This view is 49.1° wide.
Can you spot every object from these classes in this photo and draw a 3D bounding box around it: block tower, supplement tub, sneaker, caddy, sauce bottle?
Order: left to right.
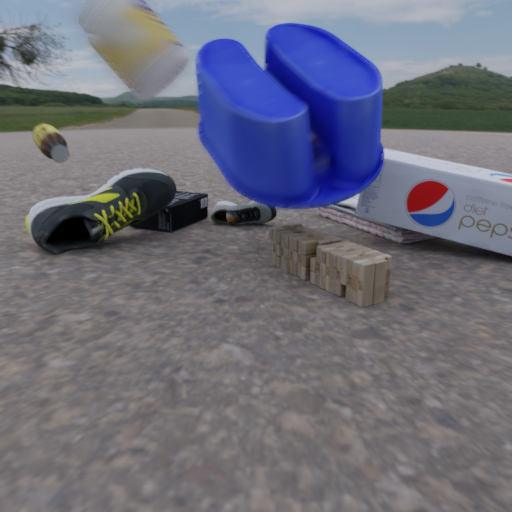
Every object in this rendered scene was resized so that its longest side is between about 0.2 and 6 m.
[{"bbox_3d":[-4.256,-2.340,11.671,0.565,0.565,1.746,-9,26,-28],"label":"sauce bottle"},{"bbox_3d":[-3.333,-0.857,12.554,3.446,1.283,1.458,-23,34,-13],"label":"sneaker"},{"bbox_3d":[-1.601,-2.795,7.326,0.917,1.261,0.917,-41,7,6],"label":"supplement tub"},{"bbox_3d":[-0.333,-1.042,14.383,1.777,0.657,0.704,-1,25,19],"label":"sneaker"},{"bbox_3d":[0.589,-2.652,10.922,3.121,2.317,4.415,-18,46,-14],"label":"caddy"},{"bbox_3d":[1.279,0.095,10.210,0.756,0.809,2.799,-10,21,-29],"label":"block tower"}]

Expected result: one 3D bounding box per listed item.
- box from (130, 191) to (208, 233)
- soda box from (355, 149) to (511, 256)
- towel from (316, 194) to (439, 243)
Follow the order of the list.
[{"bbox_3d":[-2.247,-1.197,14.570,1.287,0.719,1.824,11,20,24],"label":"box"},{"bbox_3d":[4.568,-1.115,11.971,4.517,1.438,1.539,18,22,23],"label":"soda box"},{"bbox_3d":[3.944,-1.194,14.818,3.481,0.587,3.644,-9,20,-27],"label":"towel"}]
